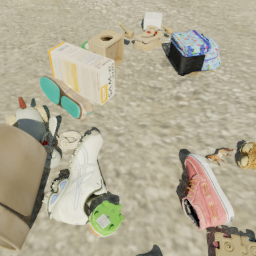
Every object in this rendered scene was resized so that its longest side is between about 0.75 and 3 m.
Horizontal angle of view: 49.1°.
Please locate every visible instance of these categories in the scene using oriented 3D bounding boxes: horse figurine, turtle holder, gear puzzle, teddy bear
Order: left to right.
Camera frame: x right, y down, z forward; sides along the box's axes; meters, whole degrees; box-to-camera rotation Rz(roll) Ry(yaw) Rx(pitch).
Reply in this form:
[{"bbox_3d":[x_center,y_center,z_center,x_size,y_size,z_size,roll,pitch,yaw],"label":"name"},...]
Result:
[{"bbox_3d":[-0.598,2.339,7.348,0.798,0.745,1.050,27,43,-10],"label":"turtle holder"},{"bbox_3d":[3.070,0.923,9.161,0.880,0.220,0.583,-36,49,-21],"label":"horse figurine"},{"bbox_3d":[2.672,3.804,6.301,1.411,0.357,2.725,7,49,4],"label":"gear puzzle"},{"bbox_3d":[4.615,1.080,8.793,2.227,0.744,1.615,-1,38,10],"label":"teddy bear"}]

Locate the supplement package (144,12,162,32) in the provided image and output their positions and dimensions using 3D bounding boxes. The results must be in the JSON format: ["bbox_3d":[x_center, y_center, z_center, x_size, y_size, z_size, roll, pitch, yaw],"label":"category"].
[{"bbox_3d":[1.379,-5.845,15.489,0.940,0.723,0.983,6,46,6],"label":"supplement package"}]

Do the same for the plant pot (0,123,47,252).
[{"bbox_3d":[-3.241,1.273,6.792,2.739,2.739,2.377,15,56,14],"label":"plant pot"}]

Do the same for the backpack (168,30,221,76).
[{"bbox_3d":[3.135,-3.469,12.645,2.193,1.475,2.002,-9,45,-10],"label":"backpack"}]

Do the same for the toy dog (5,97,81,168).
[{"bbox_3d":[-3.066,-0.044,9.317,2.831,1.364,1.867,26,51,24],"label":"toy dog"}]

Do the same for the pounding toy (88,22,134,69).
[{"bbox_3d":[-0.749,-3.916,12.669,1.050,2.015,2.294,26,51,24],"label":"pounding toy"}]

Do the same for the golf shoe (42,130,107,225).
[{"bbox_3d":[-1.165,1.439,8.190,1.427,1.149,2.934,19,57,9],"label":"golf shoe"}]

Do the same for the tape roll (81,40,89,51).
[{"bbox_3d":[-1.662,-3.951,13.916,1.303,0.313,1.303,0,46,0],"label":"tape roll"}]

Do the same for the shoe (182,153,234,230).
[{"bbox_3d":[1.946,1.721,7.963,1.037,0.814,2.279,-11,50,-17],"label":"shoe"}]

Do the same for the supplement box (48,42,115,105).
[{"bbox_3d":[-1.832,-2.223,11.275,2.617,1.649,0.962,26,49,23],"label":"supplement box"}]

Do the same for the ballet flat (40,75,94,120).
[{"bbox_3d":[-2.361,-1.208,10.951,0.944,0.955,2.806,-18,50,-45],"label":"ballet flat"}]

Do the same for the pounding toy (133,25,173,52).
[{"bbox_3d":[1.181,-4.846,14.162,2.107,1.209,1.205,-30,57,-27],"label":"pounding toy"}]
